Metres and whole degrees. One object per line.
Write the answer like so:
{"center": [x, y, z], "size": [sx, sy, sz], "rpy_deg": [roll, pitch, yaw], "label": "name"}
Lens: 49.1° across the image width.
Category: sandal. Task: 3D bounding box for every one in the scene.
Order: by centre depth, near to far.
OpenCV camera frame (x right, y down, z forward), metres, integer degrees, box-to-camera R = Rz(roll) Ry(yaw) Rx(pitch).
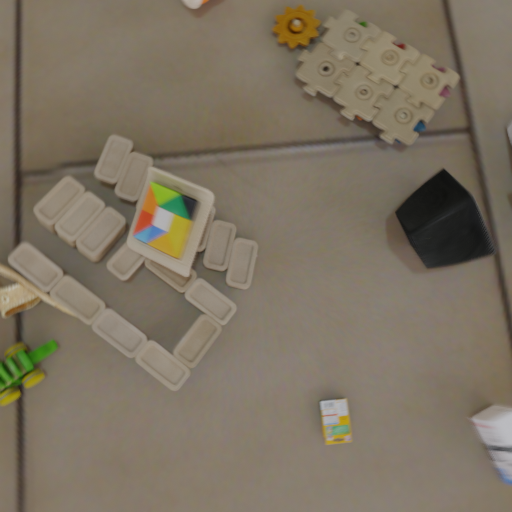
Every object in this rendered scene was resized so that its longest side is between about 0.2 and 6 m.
{"center": [-4.001, 0.752, 9.532], "size": [2.245, 0.823, 0.738], "rpy_deg": [25, 72, 0], "label": "sandal"}

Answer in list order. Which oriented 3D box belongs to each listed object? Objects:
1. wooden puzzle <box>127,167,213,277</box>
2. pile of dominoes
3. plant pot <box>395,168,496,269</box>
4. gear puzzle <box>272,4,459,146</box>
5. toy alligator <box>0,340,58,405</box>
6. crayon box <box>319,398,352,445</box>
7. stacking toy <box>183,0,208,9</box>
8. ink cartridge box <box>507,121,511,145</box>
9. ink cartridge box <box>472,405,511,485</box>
{"center": [-1.456, -0.563, 9.081], "size": [1.372, 0.276, 1.483], "rpy_deg": [24, 105, 27], "label": "wooden puzzle"}
{"center": [-2.014, 0.033, 9.915], "size": [3.860, 0.615, 3.008], "rpy_deg": [38, 72, 2], "label": "pile of dominoes"}
{"center": [3.109, -0.515, 9.488], "size": [1.108, 1.246, 1.249], "rpy_deg": [-29, 119, 11], "label": "plant pot"}
{"center": [1.805, -3.562, 10.680], "size": [3.649, 0.478, 1.890], "rpy_deg": [35, 82, 10], "label": "gear puzzle"}
{"center": [-4.375, 2.149, 9.279], "size": [2.352, 0.638, 0.698], "rpy_deg": [-36, 80, -5], "label": "toy alligator"}
{"center": [1.333, 2.782, 9.427], "size": [0.447, 0.183, 0.710], "rpy_deg": [-6, 78, -1], "label": "crayon box"}
{"center": [-0.716, -5.542, 10.888], "size": [1.579, 1.154, 1.154], "rpy_deg": [-21, 78, -21], "label": "stacking toy"}
{"center": [5.244, -1.643, 10.085], "size": [0.938, 0.370, 1.885], "rpy_deg": [-2, 66, -2], "label": "ink cartridge box"}
{"center": [4.094, 3.066, 9.028], "size": [0.489, 0.839, 1.160], "rpy_deg": [-24, 79, -6], "label": "ink cartridge box"}
